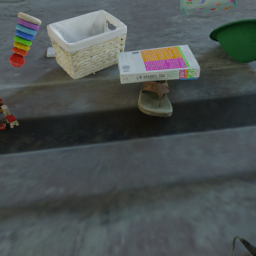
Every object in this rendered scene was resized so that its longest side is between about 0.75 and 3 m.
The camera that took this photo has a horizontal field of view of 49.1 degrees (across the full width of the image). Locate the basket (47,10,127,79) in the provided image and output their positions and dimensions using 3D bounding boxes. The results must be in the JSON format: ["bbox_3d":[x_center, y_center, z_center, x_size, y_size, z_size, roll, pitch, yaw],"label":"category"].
[{"bbox_3d":[-1.464,-3.088,10.351,2.453,1.513,1.663,-27,54,-26],"label":"basket"}]

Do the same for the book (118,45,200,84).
[{"bbox_3d":[0.986,-2.217,9.795,2.614,0.628,1.746,-5,37,-2],"label":"book"}]

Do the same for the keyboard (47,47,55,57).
[{"bbox_3d":[-2.047,-3.251,11.696,2.611,0.139,0.735,-5,39,-6],"label":"keyboard"}]

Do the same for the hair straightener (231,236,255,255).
[{"bbox_3d":[2.754,3.034,4.863,0.998,0.531,2.594,-24,49,-23],"label":"hair straightener"}]

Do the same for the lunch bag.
[{"bbox_3d":[2.115,-4.063,7.410,1.516,1.779,1.085,-1,9,19],"label":"lunch bag"}]

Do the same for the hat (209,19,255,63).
[{"bbox_3d":[4.484,-2.569,10.787,2.350,2.497,2.837,0,-1,-16],"label":"hat"}]

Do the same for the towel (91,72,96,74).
[{"bbox_3d":[-1.633,-2.180,10.589,0.767,0.087,0.552,-8,45,-8],"label":"towel"}]

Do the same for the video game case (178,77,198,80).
[{"bbox_3d":[2.147,-2.138,10.540,0.726,0.090,1.014,-4,44,-4],"label":"video game case"}]

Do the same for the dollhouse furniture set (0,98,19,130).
[{"bbox_3d":[-3.952,-0.450,8.486,0.677,0.511,1.257,-31,52,-28],"label":"dollhouse furniture set"}]

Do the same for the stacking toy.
[{"bbox_3d":[-3.076,-2.519,8.227,0.657,1.540,0.657,20,12,-4],"label":"stacking toy"}]

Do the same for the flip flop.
[{"bbox_3d":[0.931,-1.272,9.132,1.074,0.763,2.650,7,42,1],"label":"flip flop"}]
